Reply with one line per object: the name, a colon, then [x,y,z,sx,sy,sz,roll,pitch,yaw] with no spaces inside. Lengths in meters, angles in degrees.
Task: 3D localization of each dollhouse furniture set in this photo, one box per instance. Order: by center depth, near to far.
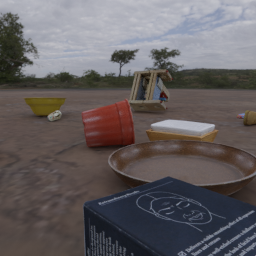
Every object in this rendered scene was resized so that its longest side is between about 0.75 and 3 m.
dollhouse furniture set: [1.716,-1.791,16.654,2.070,2.082,2.954,3,-19,30]

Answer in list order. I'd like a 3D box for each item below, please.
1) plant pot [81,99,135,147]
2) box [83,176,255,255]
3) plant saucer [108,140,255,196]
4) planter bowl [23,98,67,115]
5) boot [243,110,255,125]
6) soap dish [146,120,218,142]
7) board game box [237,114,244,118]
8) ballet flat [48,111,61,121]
plant pot: [-0.586,-0.067,7.948,1.327,1.365,1.365,-9,11,-7]
box: [0.520,1.110,2.363,1.173,0.846,1.580,-8,13,-38]
plant saucer: [1.027,0.746,5.415,2.801,0.449,2.801,-1,10,0]
planter bowl: [-4.182,-1.080,14.203,2.112,0.880,2.112,0,5,0]
boot: [5.770,-0.369,11.311,1.817,0.601,1.591,9,14,37]
soap dish: [1.523,0.212,7.859,1.636,0.664,1.287,7,12,35]
board game box: [6.116,-0.507,13.251,0.834,0.158,1.621,-8,13,-43]
ballet flat: [-3.271,-0.589,12.833,0.356,0.422,1.115,-33,10,21]
